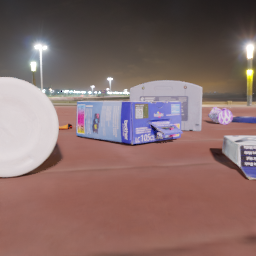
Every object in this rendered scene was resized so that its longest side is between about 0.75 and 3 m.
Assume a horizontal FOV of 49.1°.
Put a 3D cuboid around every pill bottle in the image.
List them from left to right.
[{"bbox_3d":[-1.883,-0.091,4.642,1.320,1.320,2.372,-2,5,-18],"label":"pill bottle"}]

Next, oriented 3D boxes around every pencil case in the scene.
[{"bbox_3d":[4.128,-0.559,12.494,0.696,0.709,1.658,-2,7,2],"label":"pencil case"}]

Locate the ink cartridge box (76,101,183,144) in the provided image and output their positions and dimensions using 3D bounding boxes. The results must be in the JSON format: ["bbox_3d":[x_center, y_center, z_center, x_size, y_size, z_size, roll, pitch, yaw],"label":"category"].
[{"bbox_3d":[0.127,-0.221,7.309,1.845,1.032,2.704,-5,6,-42],"label":"ink cartridge box"}]

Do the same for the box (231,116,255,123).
[{"bbox_3d":[5.452,-0.388,13.079,1.648,0.267,0.998,3,6,40],"label":"box"}]

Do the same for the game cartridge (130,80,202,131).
[{"bbox_3d":[1.277,-0.789,9.755,2.559,1.704,0.523,3,8,25],"label":"game cartridge"}]

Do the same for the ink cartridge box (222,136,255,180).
[{"bbox_3d":[2.603,0.399,4.363,1.925,0.391,1.928,1,6,8],"label":"ink cartridge box"}]

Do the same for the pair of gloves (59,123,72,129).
[{"bbox_3d":[-3.107,-0.099,9.400,2.034,0.282,2.283,1,2,4],"label":"pair of gloves"}]
